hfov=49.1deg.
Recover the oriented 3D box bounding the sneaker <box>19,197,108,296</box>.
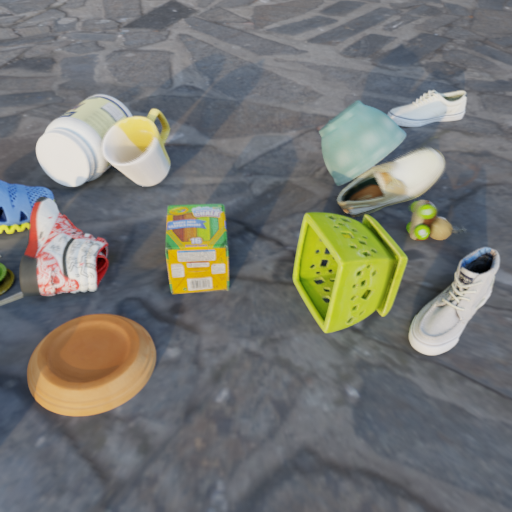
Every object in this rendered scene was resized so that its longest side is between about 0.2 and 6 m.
[{"bbox_3d":[-3.353,-0.205,10.067,1.362,0.849,2.542,-1,36,-13],"label":"sneaker"}]

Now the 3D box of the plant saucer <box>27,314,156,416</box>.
[{"bbox_3d":[-2.447,1.498,8.310,1.870,0.350,1.870,-1,39,0],"label":"plant saucer"}]

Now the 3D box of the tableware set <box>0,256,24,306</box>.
[{"bbox_3d":[-5.417,0.254,9.780,1.854,0.422,2.753,-27,47,-29],"label":"tableware set"}]

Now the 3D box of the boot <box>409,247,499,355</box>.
[{"bbox_3d":[3.147,0.622,8.854,0.773,1.004,2.101,28,47,30],"label":"boot"}]

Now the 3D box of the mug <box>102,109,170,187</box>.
[{"bbox_3d":[-2.283,-2.161,11.771,1.490,1.223,1.193,-36,61,-2],"label":"mug"}]

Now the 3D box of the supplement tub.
[{"bbox_3d":[-3.681,-2.521,12.256,1.452,1.452,2.003,11,38,14],"label":"supplement tub"}]

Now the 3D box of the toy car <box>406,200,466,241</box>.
[{"bbox_3d":[3.395,-0.604,10.443,0.960,0.758,0.789,10,11,1],"label":"toy car"}]

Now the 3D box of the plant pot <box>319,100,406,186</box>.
[{"bbox_3d":[1.948,-2.340,11.093,1.112,1.660,1.660,51,48,-8],"label":"plant pot"}]

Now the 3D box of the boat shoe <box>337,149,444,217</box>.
[{"bbox_3d":[2.540,-1.377,10.687,0.724,2.116,0.791,10,55,-57],"label":"boat shoe"}]

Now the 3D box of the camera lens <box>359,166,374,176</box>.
[{"bbox_3d":[2.471,-1.868,12.402,0.390,0.390,0.487,-16,43,-19],"label":"camera lens"}]

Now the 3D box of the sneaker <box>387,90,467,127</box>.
[{"bbox_3d":[4.457,-3.920,14.613,2.196,0.777,0.802,-12,41,-14],"label":"sneaker"}]

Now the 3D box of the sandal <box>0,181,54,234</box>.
[{"bbox_3d":[-5.250,-1.116,10.576,2.823,1.229,1.122,-7,36,-36],"label":"sandal"}]

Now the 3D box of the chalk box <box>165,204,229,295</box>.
[{"bbox_3d":[-1.039,-0.265,9.927,1.038,1.031,1.664,-4,40,-5],"label":"chalk box"}]

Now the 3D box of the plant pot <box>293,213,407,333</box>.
[{"bbox_3d":[1.529,0.192,9.099,1.326,1.461,1.454,-7,38,-18],"label":"plant pot"}]
